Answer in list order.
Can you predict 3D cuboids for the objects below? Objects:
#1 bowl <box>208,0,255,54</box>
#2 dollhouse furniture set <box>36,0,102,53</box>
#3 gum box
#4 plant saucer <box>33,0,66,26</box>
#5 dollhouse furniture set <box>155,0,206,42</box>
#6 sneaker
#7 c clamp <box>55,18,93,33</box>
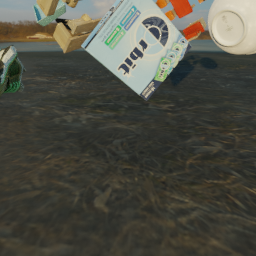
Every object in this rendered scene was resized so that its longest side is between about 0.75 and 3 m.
[{"bbox_3d":[2.613,-2.523,6.730,0.830,1.847,1.847,-36,37,-31],"label":"bowl"},{"bbox_3d":[-1.281,-2.884,6.774,1.118,1.373,1.305,-32,-5,-38],"label":"dollhouse furniture set"},{"bbox_3d":[0.247,-1.820,6.238,1.959,1.664,0.436,35,7,-33],"label":"gum box"},{"bbox_3d":[-2.672,-4.037,9.432,1.005,0.273,2.876,-33,38,1],"label":"plant saucer"},{"bbox_3d":[1.675,-3.472,8.315,1.607,1.590,0.828,-15,28,46],"label":"dollhouse furniture set"},{"bbox_3d":[-2.335,-0.938,5.516,0.660,0.761,1.717,-23,43,20],"label":"sneaker"},{"bbox_3d":[-1.605,-3.303,9.429,1.636,0.222,1.398,22,5,30],"label":"c clamp"}]
